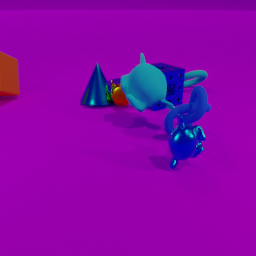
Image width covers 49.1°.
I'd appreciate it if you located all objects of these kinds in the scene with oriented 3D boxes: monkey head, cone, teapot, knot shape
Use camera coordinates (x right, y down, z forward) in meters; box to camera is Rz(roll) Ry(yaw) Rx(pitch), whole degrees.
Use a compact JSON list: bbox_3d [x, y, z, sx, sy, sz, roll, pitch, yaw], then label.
[{"bbox_3d":[0.466,-0.949,7.061,1.070,1.277,1.775,-28,67,4],"label":"monkey head"},{"bbox_3d":[1.025,0.220,5.297,0.655,1.087,0.782,-2,21,-19],"label":"monkey head"},{"bbox_3d":[-0.914,-1.405,8.555,1.173,1.177,1.173,0,20,0],"label":"cone"},{"bbox_3d":[-0.187,-1.023,8.340,1.089,0.677,0.533,46,17,2],"label":"teapot"},{"bbox_3d":[1.328,-0.296,6.351,0.597,1.208,1.291,45,-3,11],"label":"knot shape"}]

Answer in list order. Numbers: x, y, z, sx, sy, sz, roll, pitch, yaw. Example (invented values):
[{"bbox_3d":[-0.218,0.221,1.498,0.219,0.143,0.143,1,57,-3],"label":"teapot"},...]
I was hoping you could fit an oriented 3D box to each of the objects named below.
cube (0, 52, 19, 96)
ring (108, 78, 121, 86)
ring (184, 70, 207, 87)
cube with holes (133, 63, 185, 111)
[{"bbox_3d":[-4.184,-1.612,8.586,1.185,1.185,1.185,-2,1,5],"label":"cube"},{"bbox_3d":[-0.008,-1.417,9.685,1.654,0.331,1.654,1,24,0],"label":"ring"},{"bbox_3d":[2.210,-1.709,9.806,1.130,0.226,1.130,-12,-11,-2],"label":"ring"},{"bbox_3d":[0.914,-1.289,8.513,1.096,1.096,1.096,-16,29,-30],"label":"cube with holes"}]
